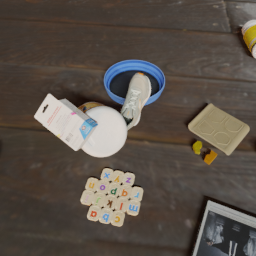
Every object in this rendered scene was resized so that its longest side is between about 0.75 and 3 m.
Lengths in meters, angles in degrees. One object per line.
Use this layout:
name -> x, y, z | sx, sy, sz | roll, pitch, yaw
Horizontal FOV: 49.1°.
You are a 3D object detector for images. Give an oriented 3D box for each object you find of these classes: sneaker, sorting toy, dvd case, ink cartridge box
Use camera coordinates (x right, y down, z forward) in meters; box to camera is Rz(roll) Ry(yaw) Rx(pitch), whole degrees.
sneaker -> 0.157, -0.646, 7.684 | 0.648, 1.711, 0.787 | 19, 29, 10
sorting toy -> 2.509, 0.195, 8.248 | 1.438, 0.258, 1.930 | 38, 60, 21
dvd case -> 2.229, 2.774, 6.115 | 1.551, 0.255, 2.064 | 19, 53, 15
ink cartridge box -> -1.350, -0.154, 6.134 | 1.200, 0.691, 0.407 | 38, 16, 2

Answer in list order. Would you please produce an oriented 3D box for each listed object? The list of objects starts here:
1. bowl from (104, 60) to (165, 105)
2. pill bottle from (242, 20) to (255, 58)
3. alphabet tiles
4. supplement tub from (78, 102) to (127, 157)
bowl -> 0.217, -1.529, 9.521 | 2.059, 0.404, 2.059 | 0, 51, 0
pill bottle -> 4.976, -3.431, 10.765 | 0.867, 0.867, 1.517 | -3, 52, -3
alphabet tiles -> -0.396, 1.713, 7.072 | 1.480, 0.108, 1.447 | 10, 51, 8
supplement tub -> -0.834, -0.023, 7.314 | 1.237, 1.237, 1.710 | -19, 15, -15
